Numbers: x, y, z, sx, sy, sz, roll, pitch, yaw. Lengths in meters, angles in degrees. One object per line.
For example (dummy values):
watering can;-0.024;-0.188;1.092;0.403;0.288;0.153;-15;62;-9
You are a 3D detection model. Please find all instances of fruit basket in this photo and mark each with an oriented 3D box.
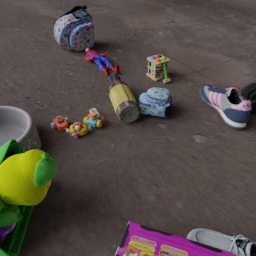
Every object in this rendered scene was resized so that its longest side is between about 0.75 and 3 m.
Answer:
fruit basket;-2.339;1.318;5.884;2.412;1.740;2.412;-12;38;9

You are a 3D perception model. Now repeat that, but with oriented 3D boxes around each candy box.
candy box;0.457;3.155;4.258;2.022;0.904;2.965;13;40;15

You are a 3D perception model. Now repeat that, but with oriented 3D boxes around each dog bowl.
dog bowl;-3.858;0.287;8.030;2.616;0.767;2.616;1;38;-1

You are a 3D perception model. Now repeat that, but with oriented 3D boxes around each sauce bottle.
sauce bottle;-0.240;-1.150;9.828;0.796;0.796;2.459;-8;38;-10

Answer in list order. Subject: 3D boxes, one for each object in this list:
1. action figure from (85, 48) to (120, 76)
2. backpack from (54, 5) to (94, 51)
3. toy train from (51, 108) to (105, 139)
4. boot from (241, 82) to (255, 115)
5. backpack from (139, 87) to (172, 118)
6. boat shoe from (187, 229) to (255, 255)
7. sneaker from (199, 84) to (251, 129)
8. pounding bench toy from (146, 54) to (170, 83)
action figure;-1.270;-3.049;12.434;0.801;0.633;2.448;-24;42;-24
backpack;-2.582;-4.591;13.516;1.861;1.954;1.505;-24;57;-22
toy train;-1.583;-0.286;8.934;1.631;0.454;1.225;-23;46;-23
boot;4.340;-1.060;9.834;1.563;0.588;1.169;-7;45;-26
backpack;0.920;-0.905;9.507;1.090;0.801;0.997;5;35;12
boat shoe;2.223;2.395;5.317;2.207;0.786;0.770;18;43;22
sneaker;3.307;-1.059;9.478;0.867;1.013;2.471;-7;38;-20
pounding bench toy;1.345;-2.421;11.361;0.692;0.869;1.114;-22;43;-25
